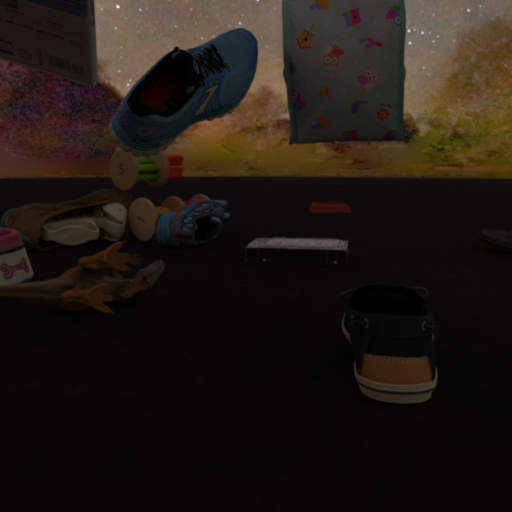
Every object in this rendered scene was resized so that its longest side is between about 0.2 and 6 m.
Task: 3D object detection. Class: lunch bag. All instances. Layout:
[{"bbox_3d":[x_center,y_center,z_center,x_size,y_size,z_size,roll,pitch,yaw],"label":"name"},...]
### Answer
[{"bbox_3d":[1.519,-3.309,9.724,2.115,2.483,1.514,-1,27,10],"label":"lunch bag"}]

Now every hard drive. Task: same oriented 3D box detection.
[{"bbox_3d":[0.668,-0.081,8.754,1.532,0.290,1.070,1,10,11],"label":"hard drive"}]

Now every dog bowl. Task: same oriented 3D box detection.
[{"bbox_3d":[-3.737,0.038,7.017,1.756,0.647,1.756,1,10,0],"label":"dog bowl"}]

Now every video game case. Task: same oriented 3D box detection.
[{"bbox_3d":[-2.433,-2.912,5.923,1.485,2.074,0.187,18,50,2],"label":"video game case"}]

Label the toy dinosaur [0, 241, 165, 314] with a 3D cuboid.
[{"bbox_3d":[-1.906,0.350,5.760,2.403,0.726,1.276,1,-15,-39],"label":"toy dinosaur"}]

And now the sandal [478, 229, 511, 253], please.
[{"bbox_3d":[4.862,-0.328,9.131,2.303,0.629,0.941,9,13,41],"label":"sandal"}]

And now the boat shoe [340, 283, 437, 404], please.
[{"bbox_3d":[1.052,0.502,4.451,0.752,0.627,2.015,0,8,10],"label":"boat shoe"}]

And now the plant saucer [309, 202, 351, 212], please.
[{"bbox_3d":[2.214,-1.478,16.920,1.217,0.224,1.219,1,9,3],"label":"plant saucer"}]

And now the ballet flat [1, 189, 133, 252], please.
[{"bbox_3d":[-3.093,-0.598,10.172,1.049,0.984,2.900,25,23,28],"label":"ballet flat"}]

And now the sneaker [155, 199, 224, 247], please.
[{"bbox_3d":[-0.984,-0.524,10.351,0.941,0.781,1.970,10,23,23],"label":"sneaker"}]

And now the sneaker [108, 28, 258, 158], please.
[{"bbox_3d":[-0.854,-2.488,8.062,2.739,1.074,1.232,-46,2,-25],"label":"sneaker"}]

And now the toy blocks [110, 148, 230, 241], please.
[{"bbox_3d":[-1.640,-1.336,11.499,0.838,1.924,2.309,-29,-11,39],"label":"toy blocks"}]
